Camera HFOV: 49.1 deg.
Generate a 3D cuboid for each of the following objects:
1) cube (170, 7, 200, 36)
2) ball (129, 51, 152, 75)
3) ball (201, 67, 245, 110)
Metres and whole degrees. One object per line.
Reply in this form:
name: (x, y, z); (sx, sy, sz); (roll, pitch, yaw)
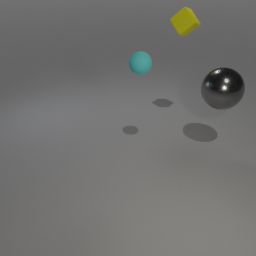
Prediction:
cube: (2.101, -3.883, 10.260); (0.700, 0.700, 0.700); (-34, -5, 33)
ball: (0.381, -1.991, 8.611); (0.700, 0.700, 0.700); (0, 29, 0)
ball: (3.156, -1.311, 9.364); (1.400, 1.400, 1.400); (0, 29, 0)
